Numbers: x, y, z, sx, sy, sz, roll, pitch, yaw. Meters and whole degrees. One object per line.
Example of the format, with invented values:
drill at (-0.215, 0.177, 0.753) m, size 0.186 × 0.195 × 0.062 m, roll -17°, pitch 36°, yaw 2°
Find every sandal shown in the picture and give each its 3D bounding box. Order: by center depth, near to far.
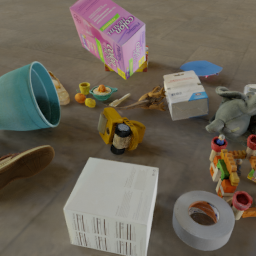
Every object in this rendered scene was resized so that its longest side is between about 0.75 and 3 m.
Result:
sandal at (-3.280, -1.971, 12.004) m, size 1.023 × 0.918 × 2.791 m, roll -21°, pitch 40°, yaw -27°

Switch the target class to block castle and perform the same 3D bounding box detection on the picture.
block castle at (3.084, 1.141, 7.270) m, size 1.502 × 1.055 × 2.248 m, roll -2°, pitch 43°, yaw -2°

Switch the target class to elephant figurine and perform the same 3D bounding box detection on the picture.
elephant figurine at (3.671, -0.610, 9.689) m, size 2.062 × 1.880 × 2.657 m, roll 36°, pitch 20°, yaw -20°

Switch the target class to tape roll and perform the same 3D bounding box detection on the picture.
tape roll at (1.755, 2.139, 6.609) m, size 1.378 × 0.455 × 1.378 m, roll 1°, pitch 35°, yaw -1°

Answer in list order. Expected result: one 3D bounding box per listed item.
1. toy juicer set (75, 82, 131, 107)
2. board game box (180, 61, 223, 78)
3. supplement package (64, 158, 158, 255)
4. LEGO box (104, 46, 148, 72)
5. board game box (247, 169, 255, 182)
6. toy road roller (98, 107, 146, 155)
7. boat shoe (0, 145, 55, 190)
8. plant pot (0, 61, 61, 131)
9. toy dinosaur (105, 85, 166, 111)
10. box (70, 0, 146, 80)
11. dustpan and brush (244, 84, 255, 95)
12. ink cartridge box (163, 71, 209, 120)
toy juicer set at (-1.125, -1.358, 11.421) m, size 2.212 × 0.602 × 1.407 m, roll 9°, pitch 36°, yaw 12°
board game box at (3.510, -2.743, 13.600) m, size 1.585 × 0.391 × 2.006 m, roll -19°, pitch 34°, yaw -17°
supplement package at (-0.287, 1.771, 6.414) m, size 1.725 × 1.269 × 1.649 m, roll 8°, pitch 36°, yaw 11°
LEGO box at (-0.052, -3.582, 14.344) m, size 2.166 × 0.836 × 1.613 m, roll 2°, pitch 35°, yaw 2°
board game box at (4.080, 1.209, 8.154) m, size 0.634 × 0.199 × 1.328 m, roll 30°, pitch 49°, yaw 33°
toy road roller at (-0.171, 0.069, 9.143) m, size 1.165 × 0.981 × 1.596 m, roll -8°, pitch 40°, yaw -33°
boat shoe at (-3.282, 1.027, 7.884) m, size 2.390 × 0.862 × 0.860 m, roll -30°, pitch 46°, yaw -27°
plant pot at (-3.749, -0.868, 9.559) m, size 2.127 × 2.264 × 2.264 m, roll -15°, pitch 35°, yaw 5°
toy dinosaur at (0.667, -0.986, 10.924) m, size 1.526 × 0.868 × 2.873 m, roll -2°, pitch 18°, yaw 44°
box at (-0.777, -4.019, 12.270) m, size 2.953 × 2.597 × 1.428 m, roll 39°, pitch 77°, yaw 15°
dustpan and brush at (5.696, -1.661, 12.051) m, size 1.265 × 0.362 × 0.883 m, roll 13°, pitch 37°, yaw 17°
ink cartridge box at (2.213, -1.354, 11.073) m, size 1.369 × 0.800 × 2.359 m, roll -9°, pitch 36°, yaw 5°
